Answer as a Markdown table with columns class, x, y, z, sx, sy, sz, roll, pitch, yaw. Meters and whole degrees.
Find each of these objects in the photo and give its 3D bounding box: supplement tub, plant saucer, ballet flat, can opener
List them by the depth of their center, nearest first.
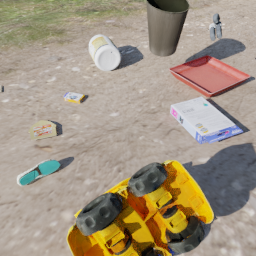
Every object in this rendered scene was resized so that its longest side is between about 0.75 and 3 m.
| class | x | y | z | sx | sy | sz | roll | pitch | yaw |
| --- | --- | --- | --- | --- | --- | --- | --- | --- | --- |
| ballet flat | -3.003 | 1.409 | 9.300 | 1.465 | 0.526 | 0.526 | -25 | 46 | -27 |
| can opener | 3.124 | -3.619 | 10.080 | 0.436 | 0.551 | 1.658 | -14 | 33 | 26 |
| plant saucer | 4.004 | -2.573 | 14.025 | 2.902 | 0.533 | 2.896 | -23 | 45 | -27 |
| supplement tub | -1.307 | -4.116 | 15.161 | 1.435 | 1.435 | 1.988 | -12 | 41 | -14 |

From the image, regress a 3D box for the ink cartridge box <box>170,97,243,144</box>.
| class | x | y | z | sx | sy | sz | roll | pitch | yaw |
| --- | --- | --- | --- | --- | --- | --- | --- | --- | --- |
| ink cartridge box | 3.052 | -0.259 | 11.224 | 1.594 | 0.561 | 2.672 | -16 | 39 | -18 |

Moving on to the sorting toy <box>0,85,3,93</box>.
| class | x | y | z | sx | sy | sz | roll | pitch | yaw |
| --- | --- | --- | --- | --- | --- | --- | --- | --- | --- |
| sorting toy | -6.364 | -1.753 | 13.333 | 0.709 | 0.141 | 0.960 | -12 | 41 | -14 |

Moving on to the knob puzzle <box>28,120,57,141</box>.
| class | x | y | z | sx | sy | sz | roll | pitch | yaw |
| --- | --- | --- | --- | --- | --- | --- | --- | --- | --- |
| knob puzzle | -3.379 | 0.075 | 11.112 | 1.201 | 0.167 | 1.201 | 0 | 40 | 0 |

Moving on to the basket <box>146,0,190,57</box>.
| class | x | y | z | sx | sy | sz | roll | pitch | yaw |
| --- | --- | --- | --- | --- | --- | --- | --- | --- | --- |
| basket | 1.582 | -4.376 | 12.082 | 1.518 | 2.233 | 2.013 | -31 | 57 | -23 |

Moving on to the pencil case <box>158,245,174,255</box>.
| class | x | y | z | sx | sy | sz | roll | pitch | yaw |
| --- | --- | --- | --- | --- | --- | --- | --- | --- | --- |
| pencil case | 0.738 | 2.850 | 7.465 | 0.559 | 0.622 | 1.432 | -35 | 41 | 7 |

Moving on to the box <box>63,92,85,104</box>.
| class | x | y | z | sx | sy | sz | roll | pitch | yaw |
| --- | --- | --- | --- | --- | --- | --- | --- | --- | --- |
| box | -2.496 | -1.397 | 12.883 | 0.908 | 0.188 | 0.541 | 11 | 41 | 17 |

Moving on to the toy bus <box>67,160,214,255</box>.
| class | x | y | z | sx | sy | sz | roll | pitch | yaw |
| --- | --- | --- | --- | --- | --- | --- | --- | --- | --- |
| toy bus | 0.153 | 2.071 | 6.816 | 2.884 | 1.957 | 2.768 | -35 | 5 | -8 |
